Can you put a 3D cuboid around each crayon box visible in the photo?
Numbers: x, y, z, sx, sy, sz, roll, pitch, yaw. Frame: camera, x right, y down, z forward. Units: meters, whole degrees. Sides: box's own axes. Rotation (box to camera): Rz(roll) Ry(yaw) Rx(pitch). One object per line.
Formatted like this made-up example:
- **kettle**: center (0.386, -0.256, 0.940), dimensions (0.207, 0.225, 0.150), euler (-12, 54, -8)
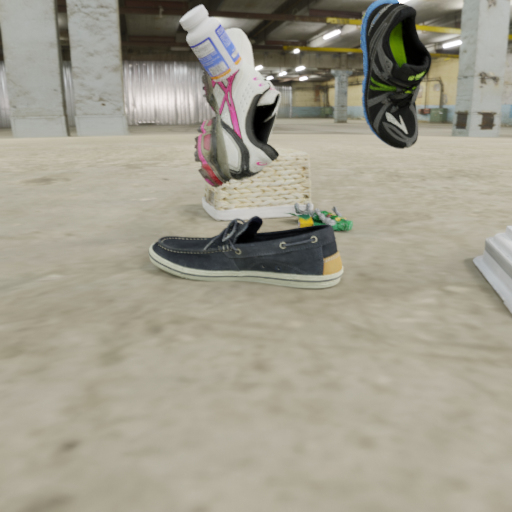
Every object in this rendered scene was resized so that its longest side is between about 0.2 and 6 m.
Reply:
- **crayon box**: center (1.000, -0.423, 11.343), dimensions (0.266, 0.649, 1.033), euler (0, 16, 0)

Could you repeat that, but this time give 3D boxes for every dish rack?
- **dish rack**: center (5.405, 0.221, 8.839), dimensions (3.228, 0.819, 3.762), euler (2, 15, 9)

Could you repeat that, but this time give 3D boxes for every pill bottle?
- **pill bottle**: center (-0.762, -3.549, 9.351), dimensions (0.631, 1.126, 0.631), euler (-26, 32, 18)

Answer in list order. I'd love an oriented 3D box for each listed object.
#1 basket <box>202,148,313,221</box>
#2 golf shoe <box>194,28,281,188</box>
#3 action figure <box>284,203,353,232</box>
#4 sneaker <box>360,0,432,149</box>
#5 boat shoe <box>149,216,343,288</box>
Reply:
- **basket**: center (0.015, -1.968, 14.961), dimensions (2.703, 1.668, 1.832), euler (-4, 17, -17)
- **golf shoe**: center (-0.180, -2.849, 10.280), dimensions (1.546, 3.358, 1.219), euler (-12, -26, 25)
- **action figure**: center (1.667, -0.919, 13.491), dimensions (1.113, 0.515, 1.884), euler (-7, 20, -34)
- **sneaker**: center (2.405, -2.990, 9.557), dimensions (0.919, 2.592, 1.074), euler (-25, 33, -17)
- **boat shoe**: center (-0.224, -0.159, 9.657), dimensions (3.464, 1.078, 1.292), euler (4, 18, 18)
